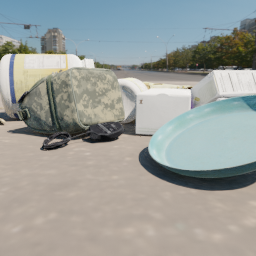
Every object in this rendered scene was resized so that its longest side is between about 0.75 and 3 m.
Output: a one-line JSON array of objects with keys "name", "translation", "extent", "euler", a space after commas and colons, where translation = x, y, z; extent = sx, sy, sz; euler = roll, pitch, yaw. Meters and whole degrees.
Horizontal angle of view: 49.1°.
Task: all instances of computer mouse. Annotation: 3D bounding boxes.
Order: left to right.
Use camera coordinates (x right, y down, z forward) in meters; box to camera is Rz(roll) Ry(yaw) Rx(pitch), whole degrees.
[{"name": "computer mouse", "translation": [-0.953, 0.230, 6.309], "extent": [1.995, 0.340, 0.585], "euler": [-13, 33, -31]}]

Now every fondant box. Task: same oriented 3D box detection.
[{"name": "fondant box", "translation": [3.506, -1.089, 9.306], "extent": [2.872, 0.836, 2.072], "euler": [-3, -16, -20]}]

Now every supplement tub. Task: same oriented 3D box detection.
[{"name": "supplement tub", "translation": [-2.666, -1.454, 9.696], "extent": [2.961, 2.138, 2.138], "euler": [-3, 12, -12]}, {"name": "supplement tub", "translation": [-0.030, -0.970, 9.362], "extent": [1.381, 1.381, 1.905], "euler": [3, 12, 13]}]

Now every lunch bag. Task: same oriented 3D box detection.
[{"name": "lunch bag", "translation": [-1.493, -0.656, 7.578], "extent": [1.949, 1.619, 2.324], "euler": [-13, 2, 30]}]

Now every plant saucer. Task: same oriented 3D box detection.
[{"name": "plant saucer", "translation": [1.632, 0.103, 4.765], "extent": [2.605, 0.357, 2.605], "euler": [-18, 20, 7]}]

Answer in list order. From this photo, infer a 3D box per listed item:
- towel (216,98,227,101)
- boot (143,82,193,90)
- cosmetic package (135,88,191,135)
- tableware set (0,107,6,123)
[{"name": "towel", "translation": [3.625, -0.325, 7.637], "extent": [1.979, 0.847, 1.639], "euler": [-4, 14, -29]}, {"name": "boot", "translation": [1.765, -1.580, 13.243], "extent": [2.995, 1.079, 2.316], "euler": [-5, 13, -33]}, {"name": "cosmetic package", "translation": [1.087, -0.553, 7.986], "extent": [1.380, 1.088, 2.566], "euler": [4, 13, 13]}, {"name": "tableware set", "translation": [-4.767, -0.739, 8.933], "extent": [1.583, 0.480, 2.394], "euler": [21, -3, -34]}]
